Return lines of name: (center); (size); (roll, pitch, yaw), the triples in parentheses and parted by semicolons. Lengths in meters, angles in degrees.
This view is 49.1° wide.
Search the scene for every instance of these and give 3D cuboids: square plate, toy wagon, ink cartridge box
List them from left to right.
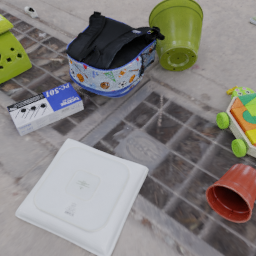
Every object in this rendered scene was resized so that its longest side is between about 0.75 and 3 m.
ink cartridge box: (-2.466, -0.609, 8.457); (2.024, 0.448, 0.952); (-26, 56, -19)
square plate: (-1.057, 1.473, 6.852); (2.487, 0.354, 2.463); (19, 53, 15)
toy wagon: (3.779, -0.319, 8.139); (2.278, 0.581, 2.936); (-11, 52, -9)

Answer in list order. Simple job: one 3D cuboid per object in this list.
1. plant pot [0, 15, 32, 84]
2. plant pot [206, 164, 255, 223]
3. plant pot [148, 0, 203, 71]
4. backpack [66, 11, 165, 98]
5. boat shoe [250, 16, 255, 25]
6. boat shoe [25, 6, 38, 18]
plant pot: (-4.843, -2.782, 9.260); (2.145, 1.946, 2.134); (-37, 61, -25)
plant pot: (2.541, 1.433, 6.513); (1.058, 1.058, 1.029); (34, 51, 24)
plant pot: (1.682, -3.074, 9.703); (1.960, 1.960, 1.887); (2, 63, 1)
backpack: (-0.618, -2.150, 8.692); (2.662, 2.051, 2.536); (23, 45, 22)
boat shoe: (5.763, -4.553, 11.675); (1.268, 0.393, 0.457); (4, 51, 3)
boat shoe: (-4.243, -5.114, 12.181); (0.341, 0.311, 0.947); (-28, 56, -21)
